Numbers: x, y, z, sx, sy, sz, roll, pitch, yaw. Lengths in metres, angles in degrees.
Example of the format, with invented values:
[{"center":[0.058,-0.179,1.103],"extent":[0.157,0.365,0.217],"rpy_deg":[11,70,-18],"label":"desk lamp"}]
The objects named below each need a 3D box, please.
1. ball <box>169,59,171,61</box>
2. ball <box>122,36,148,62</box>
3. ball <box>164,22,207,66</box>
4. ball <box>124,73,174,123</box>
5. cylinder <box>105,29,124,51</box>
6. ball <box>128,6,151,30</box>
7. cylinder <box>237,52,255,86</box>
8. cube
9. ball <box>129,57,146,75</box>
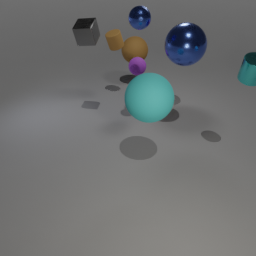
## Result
[{"center":[2.200,-3.265,11.302],"extent":[1.400,1.400,1.400],"rpy_deg":[0,30,0],"label":"ball"},{"center":[0.359,-4.085,14.702],"extent":[1.400,1.400,1.400],"rpy_deg":[0,30,0],"label":"ball"},{"center":[1.923,-2.783,9.365],"extent":[1.400,1.400,1.400],"rpy_deg":[0,30,0],"label":"ball"},{"center":[0.599,-0.848,7.912],"extent":[1.400,1.400,1.400],"rpy_deg":[0,30,0],"label":"ball"},{"center":[-0.593,-3.953,12.575],"extent":[0.700,0.700,0.700],"rpy_deg":[-11,43,11],"label":"cylinder"},{"center":[0.361,-3.391,8.627],"extent":[0.700,0.700,0.700],"rpy_deg":[0,30,0],"label":"ball"},{"center":[3.544,-1.661,7.922],"extent":[0.700,0.700,0.700],"rpy_deg":[0,48,0],"label":"cylinder"},{"center":[-1.463,-3.397,9.916],"extent":[0.700,0.700,0.700],"rpy_deg":[2,49,14],"label":"cube"},{"center":[0.372,-2.437,11.054],"extent":[0.700,0.700,0.700],"rpy_deg":[0,30,0],"label":"ball"}]
